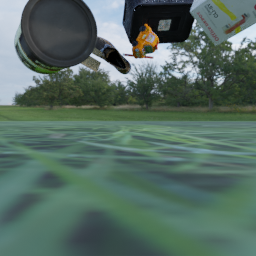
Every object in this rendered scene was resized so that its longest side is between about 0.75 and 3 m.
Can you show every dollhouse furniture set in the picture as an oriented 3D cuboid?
[{"bbox_3d":[-1.575,-2.874,10.689,0.887,1.036,1.089,22,5,-42],"label":"dollhouse furniture set"}]

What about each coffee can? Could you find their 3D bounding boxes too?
[{"bbox_3d":[-2.136,-2.522,7.874,1.850,1.850,2.527,-1,6,-25],"label":"coffee can"}]

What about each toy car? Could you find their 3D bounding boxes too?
[{"bbox_3d":[0.573,-3.084,8.378,0.746,1.099,2.240,23,-29,19],"label":"toy car"}]

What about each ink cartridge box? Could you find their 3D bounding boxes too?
[{"bbox_3d":[2.493,-2.903,6.650,1.178,0.677,1.623,44,-43,-22],"label":"ink cartridge box"}]

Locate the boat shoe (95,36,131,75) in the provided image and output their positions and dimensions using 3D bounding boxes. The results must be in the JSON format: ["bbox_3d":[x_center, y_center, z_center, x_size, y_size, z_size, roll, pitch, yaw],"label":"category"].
[{"bbox_3d":[-0.727,-3.011,11.203,2.126,0.768,0.769,37,5,2],"label":"boat shoe"}]

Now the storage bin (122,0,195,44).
[{"bbox_3d":[1.083,-3.948,9.929,2.332,1.093,1.576,-7,-36,-13],"label":"storage bin"}]

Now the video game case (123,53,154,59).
[{"bbox_3d":[0.384,-2.832,11.016,1.138,0.099,0.814,4,16,-7],"label":"video game case"}]
